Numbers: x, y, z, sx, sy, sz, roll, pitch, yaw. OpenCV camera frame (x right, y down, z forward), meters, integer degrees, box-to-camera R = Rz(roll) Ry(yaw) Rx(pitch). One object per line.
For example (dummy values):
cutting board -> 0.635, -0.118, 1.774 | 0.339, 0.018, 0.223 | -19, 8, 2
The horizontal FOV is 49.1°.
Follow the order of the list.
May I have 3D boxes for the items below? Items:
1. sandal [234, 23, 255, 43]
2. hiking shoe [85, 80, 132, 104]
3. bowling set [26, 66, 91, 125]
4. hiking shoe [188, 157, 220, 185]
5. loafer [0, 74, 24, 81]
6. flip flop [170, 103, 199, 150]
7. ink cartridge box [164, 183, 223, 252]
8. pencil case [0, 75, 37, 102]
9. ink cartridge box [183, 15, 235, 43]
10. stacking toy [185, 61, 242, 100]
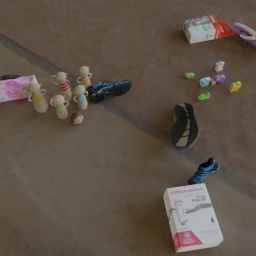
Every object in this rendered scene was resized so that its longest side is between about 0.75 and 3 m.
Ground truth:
sandal -> 5.511, -4.016, 12.583 | 0.536, 0.888, 2.181 | -50, 61, 16
hiking shoe -> -0.723, -1.599, 10.805 | 1.762, 0.656, 0.764 | -20, 58, -14
bowling set -> -2.055, -1.111, 10.016 | 2.552, 1.370, 1.776 | -33, 60, -21
hiking shoe -> 2.249, 1.326, 8.613 | 1.124, 0.487, 0.418 | -39, 21, 9
loafer -> -4.914, -1.726, 11.037 | 1.660, 0.597, 0.523 | -7, 73, 2
flip flop -> 1.925, -0.026, 9.753 | 0.942, 0.669, 2.322 | 3, 39, 6
ink cartridge box -> 1.760, 2.485, 7.862 | 1.205, 0.681, 1.645 | -7, 55, -5
pencil case -> -4.370, -1.464, 10.599 | 1.891, 0.827, 0.827 | -12, 55, -12
ink cartridge box -> 3.747, -4.652, 12.968 | 2.129, 0.536, 1.160 | -11, 55, -1
stacking toy -> 3.364, -1.910, 11.178 | 1.832, 0.430, 1.381 | -15, 56, -10
